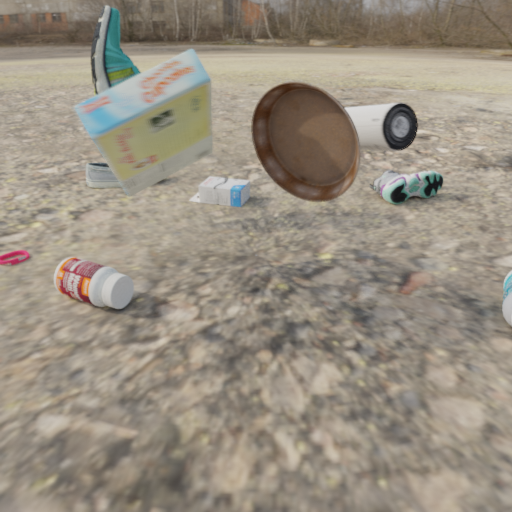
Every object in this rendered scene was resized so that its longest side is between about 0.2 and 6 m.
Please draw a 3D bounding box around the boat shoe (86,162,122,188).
[{"bbox_3d":[-3.666,-2.401,15.716,2.189,0.780,0.764,-8,27,-15],"label":"boat shoe"}]

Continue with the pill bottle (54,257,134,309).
[{"bbox_3d":[-2.821,0.484,9.766,1.289,0.706,0.706,14,29,27],"label":"pill bottle"}]

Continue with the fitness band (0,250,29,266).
[{"bbox_3d":[-4.942,0.041,11.402,0.450,0.117,0.627,19,30,39],"label":"fitness band"}]

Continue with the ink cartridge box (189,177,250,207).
[{"bbox_3d":[-0.956,-1.691,14.577,1.435,0.487,0.832,7,26,15],"label":"ink cartridge box"}]

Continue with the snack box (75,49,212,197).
[{"bbox_3d":[-1.625,-1.966,9.040,1.813,0.579,3.120,-30,-5,-8],"label":"snack box"}]

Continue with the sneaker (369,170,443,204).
[{"bbox_3d":[3.914,-2.004,14.936,1.907,0.741,1.334,-12,29,-24],"label":"sneaker"}]

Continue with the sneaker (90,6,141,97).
[{"bbox_3d":[-2.976,-3.836,12.256,1.191,2.990,1.159,-8,16,-18],"label":"sneaker"}]

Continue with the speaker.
[{"bbox_3d":[1.728,-2.072,9.107,0.724,0.724,1.784,-13,16,-25],"label":"speaker"}]

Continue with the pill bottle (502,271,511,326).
[{"bbox_3d":[4.442,0.747,9.170,0.741,0.741,1.338,10,27,20],"label":"pill bottle"}]

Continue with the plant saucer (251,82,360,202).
[{"bbox_3d":[0.744,-1.654,8.102,1.820,1.820,0.314,17,40,32],"label":"plant saucer"}]
